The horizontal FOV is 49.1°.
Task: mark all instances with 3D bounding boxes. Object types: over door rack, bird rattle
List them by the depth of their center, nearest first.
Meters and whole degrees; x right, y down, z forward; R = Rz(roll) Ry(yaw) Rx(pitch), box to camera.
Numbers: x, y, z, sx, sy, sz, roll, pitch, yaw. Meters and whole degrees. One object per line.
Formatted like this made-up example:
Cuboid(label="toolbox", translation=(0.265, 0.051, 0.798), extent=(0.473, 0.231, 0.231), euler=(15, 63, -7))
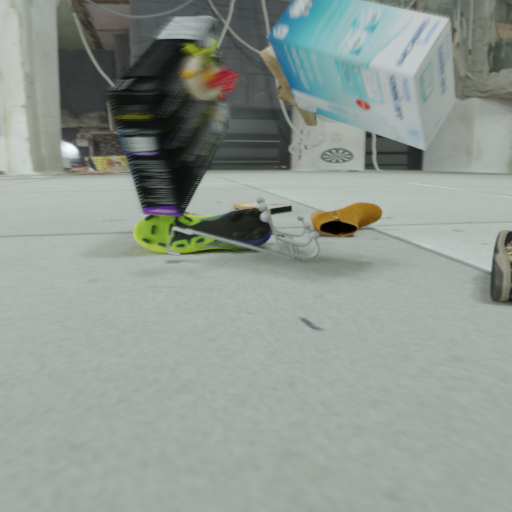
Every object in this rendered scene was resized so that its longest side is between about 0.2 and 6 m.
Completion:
Cuboid(label="bird rattle", translation=(-0.765, -2.748, 8.561), extent=(0.567, 1.006, 0.820), euler=(8, 57, 27))
Cuboid(label="over door rack", translation=(-0.295, -0.659, 11.924), extent=(3.049, 1.016, 2.253), euler=(3, 14, -3))

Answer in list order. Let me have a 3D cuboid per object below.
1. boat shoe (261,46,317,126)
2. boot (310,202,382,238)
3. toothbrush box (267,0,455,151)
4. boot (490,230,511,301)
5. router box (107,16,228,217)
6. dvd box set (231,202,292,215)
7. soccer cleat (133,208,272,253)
Cuboid(label="boat shoe", translation=(0.687, -3.360, 11.206), extent=(0.583, 1.808, 0.644), euler=(-23, 26, 14))
Cuboid(label="boot", translation=(2.503, -0.877, 14.692), extent=(2.108, 0.742, 1.509), euler=(-5, 18, -6))
Cuboid(label="toothbrush box", translation=(1.789, -3.078, 9.282), extent=(2.670, 1.139, 1.955), euler=(27, -11, 28))
Cuboid(label="boot", translation=(4.635, 0.181, 8.741), extent=(1.747, 0.849, 2.320), euler=(4, 16, 25))
Cuboid(label="router box", translation=(-1.683, -3.101, 12.167), extent=(0.968, 2.826, 3.789), euler=(5, 43, 14))
Cuboid(label="dvd box set", translation=(0.186, -1.653, 19.375), extent=(1.731, 0.255, 1.267), euler=(9, 15, 38))
Cuboid(label="soccer cleat", translation=(-1.148, -0.439, 12.393), extent=(3.036, 0.981, 1.270), euler=(-4, -19, -1))
